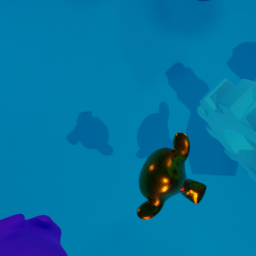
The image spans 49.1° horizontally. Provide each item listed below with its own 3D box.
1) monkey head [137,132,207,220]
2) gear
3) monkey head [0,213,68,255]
[{"bbox_3d":[0.752,0.876,4.659,1.091,0.914,1.516,26,86,19],"label":"monkey head"},{"bbox_3d":[1.756,0.296,3.469,0.386,2.089,2.089,-43,81,-1],"label":"gear"},{"bbox_3d":[-1.099,1.379,2.722,1.027,1.427,0.860,-35,54,28],"label":"monkey head"}]
